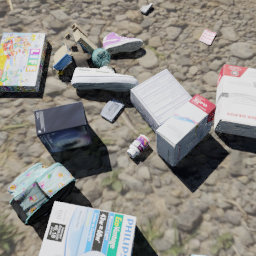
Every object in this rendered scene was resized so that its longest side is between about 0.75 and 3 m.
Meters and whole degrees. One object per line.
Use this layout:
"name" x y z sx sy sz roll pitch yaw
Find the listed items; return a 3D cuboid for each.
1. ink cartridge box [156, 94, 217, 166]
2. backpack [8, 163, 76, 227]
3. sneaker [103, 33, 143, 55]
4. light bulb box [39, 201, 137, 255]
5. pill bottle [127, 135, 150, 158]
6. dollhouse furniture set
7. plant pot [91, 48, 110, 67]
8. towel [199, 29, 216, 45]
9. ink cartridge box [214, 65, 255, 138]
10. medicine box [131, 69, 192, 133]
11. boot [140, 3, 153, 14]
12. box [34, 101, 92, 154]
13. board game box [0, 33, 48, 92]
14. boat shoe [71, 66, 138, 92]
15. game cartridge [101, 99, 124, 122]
"ink cartridge box" 2.111 0.094 10.362 2.260 1.647 0.936 -40 61 -19
"backpack" -2.845 2.073 9.442 2.058 1.809 1.577 -34 76 -19
"sneaker" -0.263 -4.100 13.041 1.834 0.665 1.046 -8 62 -4
"light bulb box" -1.205 3.909 8.653 2.630 1.641 2.606 9 65 4
"pill bottle" 0.385 0.727 10.807 0.498 0.498 0.894 40 70 17
"dollhouse furniture set" -2.500 -3.385 12.827 1.934 1.262 1.826 -39 43 15
"plant pot" -1.119 -3.010 12.006 0.819 0.802 0.819 -4 106 -14
"towel" 3.835 -4.376 13.455 0.590 0.121 0.807 26 67 13
"ink cartridge box" 4.612 -1.066 11.319 1.950 1.101 2.657 11 65 5
"medicine box" 1.369 -1.054 11.349 1.798 1.016 1.974 -32 70 -13
"boot" 0.923 -6.130 14.200 0.360 0.277 0.753 35 70 8
"box" -2.352 0.017 10.442 1.745 1.759 1.084 -14 64 -6
"board game box" -4.831 -2.988 12.569 1.974 0.502 2.936 1 64 0
"boat shoe" -0.977 -2.185 11.836 2.860 1.052 0.955 3 75 2
"game cartridge" -0.679 -0.761 11.703 0.641 0.200 0.962 30 68 18
